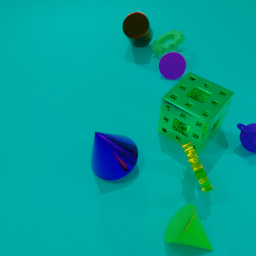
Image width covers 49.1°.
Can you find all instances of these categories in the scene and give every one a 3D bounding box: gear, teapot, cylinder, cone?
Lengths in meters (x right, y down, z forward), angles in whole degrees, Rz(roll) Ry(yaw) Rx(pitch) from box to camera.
[{"bbox_3d":[1.639,0.930,6.563,0.223,1.203,1.203,-26,50,11],"label":"gear"},{"bbox_3d":[3.350,0.329,7.308,1.290,0.802,0.632,44,37,5],"label":"teapot"},{"bbox_3d":[0.371,-3.570,10.249,0.971,0.971,0.971,-1,86,14],"label":"cylinder"},{"bbox_3d":[1.536,-2.242,9.771,0.922,0.922,0.925,6,23,5],"label":"cone"},{"bbox_3d":[1.471,-3.178,10.346,1.225,0.226,1.225,-21,39,18],"label":"gear"},{"bbox_3d":[-0.537,0.413,6.673,1.290,1.295,1.290,-9,57,14],"label":"cone"},{"bbox_3d":[1.443,2.288,5.922,0.964,0.960,0.960,40,56,-3],"label":"cone"}]

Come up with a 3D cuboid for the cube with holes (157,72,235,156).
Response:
[{"bbox_3d":[1.786,-0.401,7.607,1.355,1.355,1.355,32,57,24],"label":"cube with holes"}]
